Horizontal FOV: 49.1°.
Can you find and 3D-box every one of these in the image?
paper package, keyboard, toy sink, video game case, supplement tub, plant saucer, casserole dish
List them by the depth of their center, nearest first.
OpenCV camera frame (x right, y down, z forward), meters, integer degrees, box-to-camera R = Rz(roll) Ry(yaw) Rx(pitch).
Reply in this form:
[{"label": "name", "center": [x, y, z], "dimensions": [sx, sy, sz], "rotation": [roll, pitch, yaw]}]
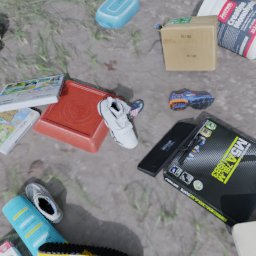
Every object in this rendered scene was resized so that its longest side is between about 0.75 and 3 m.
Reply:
[{"label": "toy sink", "center": [3.831, 3.320, 7.220], "dimensions": [2.504, 1.403, 1.632], "rotation": [-5, 57, -9]}, {"label": "keyboard", "center": [1.538, 0.700, 9.210], "dimensions": [2.457, 0.253, 1.561], "rotation": [-45, 32, -22]}, {"label": "video game case", "center": [-4.605, -0.223, 10.174], "dimensions": [2.078, 0.229, 1.892], "rotation": [24, 60, 15]}, {"label": "video game case", "center": [-3.558, -1.288, 10.199], "dimensions": [2.326, 0.256, 2.120], "rotation": [-10, 32, 1]}, {"label": "plant saucer", "center": [-1.783, -0.623, 10.295], "dimensions": [2.619, 0.481, 2.614], "rotation": [19, 59, 13]}, {"label": "paper package", "center": [2.420, -3.239, 10.810], "dimensions": [1.986, 1.893, 1.027], "rotation": [4, 42, 23]}, {"label": "supplement tub", "center": [4.521, -4.360, 11.761], "dimensions": [2.882, 2.022, 2.022], "rotation": [33, 63, 20]}, {"label": "casserole dish", "center": [-0.488, -5.837, 13.622], "dimensions": [1.612, 0.516, 2.661], "rotation": [26, 60, 16]}]

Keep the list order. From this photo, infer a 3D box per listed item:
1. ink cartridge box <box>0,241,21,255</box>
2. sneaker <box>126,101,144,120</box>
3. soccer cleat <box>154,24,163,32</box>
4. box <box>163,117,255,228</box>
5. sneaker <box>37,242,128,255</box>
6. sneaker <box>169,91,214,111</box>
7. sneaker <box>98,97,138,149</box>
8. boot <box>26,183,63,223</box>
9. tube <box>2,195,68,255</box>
[{"label": "ink cartridge box", "center": [-3.212, 3.744, 7.493], "dimensions": [0.805, 0.469, 1.106], "rotation": [-39, 67, -22]}, {"label": "sneaker", "center": [0.133, -0.683, 10.299], "dimensions": [0.442, 0.516, 1.259], "rotation": [39, 65, 22]}, {"label": "soccer cleat", "center": [1.392, -4.462, 12.486], "dimensions": [0.344, 0.823, 0.266], "rotation": [22, 101, 20]}, {"label": "box", "center": [2.994, 1.311, 8.938], "dimensions": [2.692, 0.662, 2.787], "rotation": [33, 63, 22]}, {"label": "sneaker", "center": [-1.029, 3.802, 7.209], "dimensions": [2.785, 0.974, 1.253], "rotation": [14, 85, -10]}, {"label": "sneaker", "center": [2.386, -1.112, 10.528], "dimensions": [1.738, 0.655, 0.682], "rotation": [-1, 52, -3]}, {"label": "sneaker", "center": [-0.245, -0.172, 9.103], "dimensions": [0.727, 1.112, 1.935], "rotation": [-35, 94, -18]}, {"label": "boot", "center": [-2.557, 2.113, 8.356], "dimensions": [1.605, 0.767, 0.590], "rotation": [37, 64, 21]}, {"label": "tube", "center": [-2.390, 3.117, 7.834], "dimensions": [1.077, 0.701, 2.780], "rotation": [-43, 76, -15]}]
